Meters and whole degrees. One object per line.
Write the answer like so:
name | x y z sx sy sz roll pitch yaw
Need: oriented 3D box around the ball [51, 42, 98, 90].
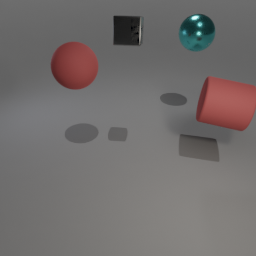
ball | -1.590 -1.852 8.375 1.400 1.400 1.400 0 31 0

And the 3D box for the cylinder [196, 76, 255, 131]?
cylinder | 2.912 -0.731 8.422 1.400 1.400 1.400 13 32 5

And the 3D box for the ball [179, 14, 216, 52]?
ball | 2.681 -3.697 10.912 1.400 1.400 1.400 0 31 0

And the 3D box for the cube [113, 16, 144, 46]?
cube | 0.020 -2.508 7.208 0.700 0.700 0.700 4 22 7
